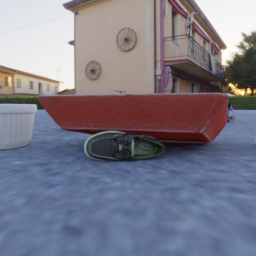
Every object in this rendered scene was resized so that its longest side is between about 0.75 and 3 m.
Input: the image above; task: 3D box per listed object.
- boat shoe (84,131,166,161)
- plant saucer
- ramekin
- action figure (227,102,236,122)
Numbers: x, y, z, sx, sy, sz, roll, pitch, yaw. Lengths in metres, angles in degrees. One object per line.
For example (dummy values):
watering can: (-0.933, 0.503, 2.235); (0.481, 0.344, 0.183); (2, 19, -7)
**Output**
boat shoe: (-0.010, 0.259, 3.996); (1.191, 0.426, 0.391); (3, -2, -26)
plant saucer: (0.327, -0.077, 5.179); (2.856, 0.525, 2.861); (2, -6, 19)
ramekin: (-2.673, -0.056, 5.389); (1.757, 0.818, 1.757); (1, 5, 0)
action figure: (4.059, -0.878, 13.255); (1.789, 1.198, 1.332); (7, 7, 37)
